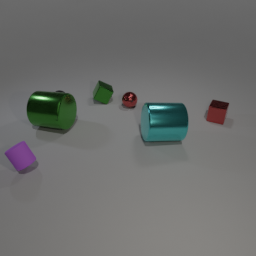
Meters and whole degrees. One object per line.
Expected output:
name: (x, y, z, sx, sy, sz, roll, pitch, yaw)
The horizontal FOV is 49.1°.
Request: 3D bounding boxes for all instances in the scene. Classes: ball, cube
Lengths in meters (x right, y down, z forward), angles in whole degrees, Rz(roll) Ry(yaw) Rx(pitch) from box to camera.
ball: (0.077, -1.265, 12.476, 0.700, 0.700, 0.700, 0, 33, 0)
cube: (3.707, -0.665, 11.564, 0.700, 0.700, 0.700, 15, 36, 22)
cube: (-1.149, -1.637, 12.836, 0.700, 0.700, 0.700, 20, 27, -23)

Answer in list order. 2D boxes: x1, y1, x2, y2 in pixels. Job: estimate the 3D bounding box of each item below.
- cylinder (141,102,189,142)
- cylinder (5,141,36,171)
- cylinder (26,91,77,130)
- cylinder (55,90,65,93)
cylinder: (1.282, -0.221, 10.140, 1.400, 1.400, 1.400, -1, 33, -10)
cylinder: (-3.400, 0.882, 8.874, 0.700, 0.700, 0.700, -27, 16, 8)
cylinder: (-2.928, -0.700, 10.871, 1.400, 1.400, 1.400, 6, 34, 17)
cylinder: (-3.057, -1.209, 12.391, 0.700, 0.700, 0.700, -1, 33, -1)
